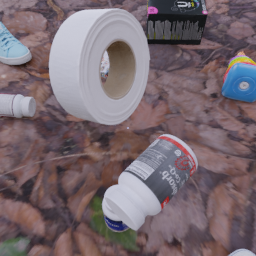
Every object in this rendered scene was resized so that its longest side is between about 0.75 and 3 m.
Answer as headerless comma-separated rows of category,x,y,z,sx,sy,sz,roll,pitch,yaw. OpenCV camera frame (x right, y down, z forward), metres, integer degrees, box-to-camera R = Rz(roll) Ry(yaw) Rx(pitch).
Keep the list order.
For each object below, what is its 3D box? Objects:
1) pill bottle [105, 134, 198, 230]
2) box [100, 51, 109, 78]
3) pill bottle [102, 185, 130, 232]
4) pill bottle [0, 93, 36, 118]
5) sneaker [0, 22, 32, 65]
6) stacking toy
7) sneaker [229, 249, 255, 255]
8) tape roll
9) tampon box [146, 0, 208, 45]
pill bottle,0.384,0.863,4.579,0.858,0.858,1.480,37,64,24
box,-0.709,-2.399,10.093,0.782,0.247,1.420,22,56,16
pill bottle,-0.206,1.811,6.311,0.725,1.253,0.725,0,53,0
pill bottle,-3.547,-0.675,8.508,1.312,0.719,0.719,4,53,3
sneaker,-4.697,-3.279,10.183,2.834,1.161,1.048,31,60,21
stacking toy,3.802,-1.983,9.374,1.197,1.266,2.181,14,43,5
sneaker,1.893,3.435,5.295,0.959,0.929,2.625,31,59,21
tape roll,-0.515,-1.353,6.338,0.880,2.516,2.516,14,52,34
tampon box,1.782,-4.239,10.789,2.125,1.341,1.592,2,53,1
